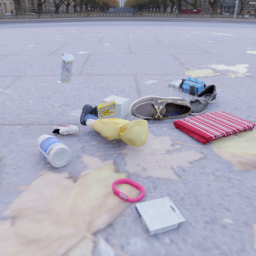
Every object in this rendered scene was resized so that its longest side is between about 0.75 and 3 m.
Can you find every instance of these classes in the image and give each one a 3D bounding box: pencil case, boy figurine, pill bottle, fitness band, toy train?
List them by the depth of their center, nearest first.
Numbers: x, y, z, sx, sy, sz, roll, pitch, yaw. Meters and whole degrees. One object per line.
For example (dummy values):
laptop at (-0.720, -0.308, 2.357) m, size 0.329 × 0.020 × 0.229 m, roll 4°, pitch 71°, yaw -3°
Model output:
fitness band at (0.006, 1.600, 7.237) m, size 0.922 × 0.172 × 0.662 m, roll 23°, pitch 32°, yaw 37°
pill bottle at (-2.310, 0.649, 8.554) m, size 0.689 × 0.689 × 1.229 m, roll -19°, pitch 32°, yaw -33°
boy figurine at (-0.506, -0.109, 9.378) m, size 1.795 × 0.930 × 2.887 m, roll 4°, pitch 10°, yaw -41°
pencil case at (-2.225, -2.150, 10.111) m, size 0.458 × 1.103 × 0.500 m, roll 17°, pitch 48°, yaw -6°
toy train at (3.267, -2.112, 14.220) m, size 0.880 × 0.668 × 1.541 m, roll -25°, pitch 35°, yaw -31°

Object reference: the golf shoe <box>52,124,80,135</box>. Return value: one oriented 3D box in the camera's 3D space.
golf shoe at (-2.212, 0.112, 10.039) m, size 1.031 × 0.374 × 0.475 m, roll 0°, pitch 29°, yaw 20°

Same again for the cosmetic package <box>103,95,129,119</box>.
cosmetic package at (-0.486, -0.855, 11.561) m, size 0.860 × 0.716 × 0.720 m, roll 14°, pitch 29°, yaw 24°

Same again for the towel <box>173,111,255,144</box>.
towel at (3.215, -0.100, 10.535) m, size 2.564 × 0.288 × 1.854 m, roll -12°, pitch 27°, yaw -27°

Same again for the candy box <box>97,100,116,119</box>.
candy box at (-0.648, -0.542, 8.454) m, size 0.533 × 0.138 × 1.043 m, roll -22°, pitch -13°, yaw -10°

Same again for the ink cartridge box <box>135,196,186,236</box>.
ink cartridge box at (0.729, 1.986, 6.410) m, size 0.886 × 0.192 × 0.870 m, roll -7°, pitch 27°, yaw -19°

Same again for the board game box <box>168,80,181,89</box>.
board game box at (2.779, -2.385, 15.277) m, size 1.008 × 0.173 × 0.678 m, roll -20°, pitch 32°, yaw -35°

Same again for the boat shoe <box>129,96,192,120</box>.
boat shoe at (1.342, -0.764, 11.212) m, size 2.555 × 0.918 × 0.760 m, roll -4°, pitch 23°, yaw -21°

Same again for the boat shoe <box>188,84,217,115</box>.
boat shoe at (3.287, -1.317, 12.480) m, size 0.854 × 0.728 × 2.553 m, roll 17°, pitch 31°, yaw 31°
